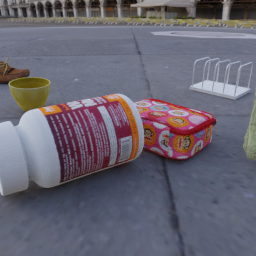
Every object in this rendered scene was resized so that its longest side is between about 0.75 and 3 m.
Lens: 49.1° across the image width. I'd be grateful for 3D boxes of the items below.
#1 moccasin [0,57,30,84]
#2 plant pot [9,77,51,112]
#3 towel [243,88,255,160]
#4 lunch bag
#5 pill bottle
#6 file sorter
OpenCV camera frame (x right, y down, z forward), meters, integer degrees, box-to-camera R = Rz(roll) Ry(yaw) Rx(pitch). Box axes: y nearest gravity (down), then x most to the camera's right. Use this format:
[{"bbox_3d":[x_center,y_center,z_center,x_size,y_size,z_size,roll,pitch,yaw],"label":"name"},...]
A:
[{"bbox_3d":[-6.097,-2.777,13.429,2.856,1.102,1.045,7,25,14],"label":"moccasin"},{"bbox_3d":[-3.421,-1.136,9.915,1.378,0.978,1.378,2,26,-1],"label":"plant pot"},{"bbox_3d":[3.760,-0.294,6.401,1.808,2.437,0.445,10,-17,25],"label":"towel"},{"bbox_3d":[1.096,-0.105,7.794,2.435,0.998,2.145,20,26,36],"label":"lunch bag"},{"bbox_3d":[-1.280,0.294,5.987,2.988,1.637,1.637,-14,28,-29],"label":"pill bottle"},{"bbox_3d":[3.981,-2.211,11.945,2.115,1.317,1.467,21,31,39],"label":"file sorter"}]
